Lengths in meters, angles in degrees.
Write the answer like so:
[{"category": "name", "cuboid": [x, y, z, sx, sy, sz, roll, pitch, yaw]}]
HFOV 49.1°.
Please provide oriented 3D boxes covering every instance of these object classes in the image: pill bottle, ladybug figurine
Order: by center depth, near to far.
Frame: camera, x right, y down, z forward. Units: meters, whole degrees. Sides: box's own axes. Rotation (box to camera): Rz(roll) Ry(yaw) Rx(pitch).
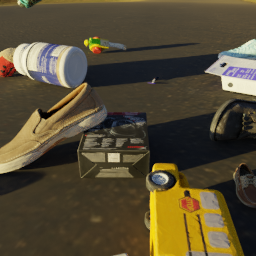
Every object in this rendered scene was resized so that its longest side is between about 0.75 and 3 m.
[{"category": "pill bottle", "cuboid": [-2.961, -2.438, 10.586, 2.567, 1.485, 1.485, 15, 32, 25]}, {"category": "ladybug figurine", "cuboid": [-4.777, -2.536, 11.171, 1.066, 1.570, 0.565, -13, 72, -50]}]

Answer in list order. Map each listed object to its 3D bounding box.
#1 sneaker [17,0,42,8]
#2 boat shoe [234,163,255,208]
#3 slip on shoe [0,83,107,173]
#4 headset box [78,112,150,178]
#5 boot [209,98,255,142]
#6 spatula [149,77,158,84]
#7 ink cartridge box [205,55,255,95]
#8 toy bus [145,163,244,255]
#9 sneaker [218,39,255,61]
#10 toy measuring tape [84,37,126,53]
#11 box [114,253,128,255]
[{"category": "sneaker", "cuboid": [-1.665, -2.272, 4.755, 0.618, 0.525, 1.354, -39, 21, 20]}, {"category": "boat shoe", "cuboid": [2.276, 1.068, 5.363, 0.406, 0.385, 1.072, 1, 29, 2]}, {"category": "slip on shoe", "cuboid": [-1.823, -0.019, 6.071, 2.772, 0.840, 1.054, -27, 28, -2]}, {"category": "headset box", "cuboid": [-0.262, 0.275, 6.428, 1.440, 0.747, 1.935, 0, 28, 0]}, {"category": "boot", "cuboid": [3.633, 0.080, 6.548, 2.840, 0.983, 2.472, -16, 32, -31]}, {"category": "spatula", "cuboid": [1.024, -1.859, 10.985, 0.275, 0.100, 0.974, 13, 31, 19]}, {"category": "ink cartridge box", "cuboid": [4.678, -2.020, 10.710, 2.838, 0.616, 2.811, 18, 34, 26]}, {"category": "toy bus", "cuboid": [0.802, 1.691, 3.608, 1.173, 0.975, 2.997, 2, 29, 3]}, {"category": "sneaker", "cuboid": [5.605, -3.698, 13.333, 2.573, 1.054, 0.951, -2, 28, -4]}, {"category": "toy measuring tape", "cuboid": [-1.253, -4.350, 14.999, 2.286, 0.841, 0.841, 3, 25, -25]}, {"category": "box", "cuboid": [-0.980, 2.112, 2.952, 2.215, 0.910, 0.757, -8, 30, -11]}]
